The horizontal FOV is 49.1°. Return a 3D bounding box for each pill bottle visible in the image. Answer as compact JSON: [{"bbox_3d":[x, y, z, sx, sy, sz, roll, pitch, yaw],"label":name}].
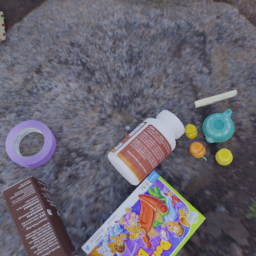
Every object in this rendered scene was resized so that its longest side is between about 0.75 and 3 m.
[{"bbox_3d":[0.545,0.484,7.671,2.045,1.147,1.147,-42,75,-13],"label":"pill bottle"}]

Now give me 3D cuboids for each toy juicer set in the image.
[{"bbox_3d":[2.398,-0.055,8.229,1.386,0.593,2.178,5,76,18],"label":"toy juicer set"}]

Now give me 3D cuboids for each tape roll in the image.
[{"bbox_3d":[-2.783,0.460,8.065,1.313,0.431,1.313,0,71,0],"label":"tape roll"}]

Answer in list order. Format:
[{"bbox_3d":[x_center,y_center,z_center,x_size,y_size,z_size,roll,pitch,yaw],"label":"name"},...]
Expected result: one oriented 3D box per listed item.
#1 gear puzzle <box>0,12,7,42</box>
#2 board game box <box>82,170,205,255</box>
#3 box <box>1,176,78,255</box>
[{"bbox_3d":[-4.679,-3.576,9.646,0.922,0.233,1.780,-14,68,-3],"label":"gear puzzle"},{"bbox_3d":[0.410,2.677,7.179,1.782,0.593,2.651,42,75,13],"label":"board game box"},{"bbox_3d":[-2.129,2.470,6.944,0.882,1.179,2.355,-27,73,-9],"label":"box"}]
